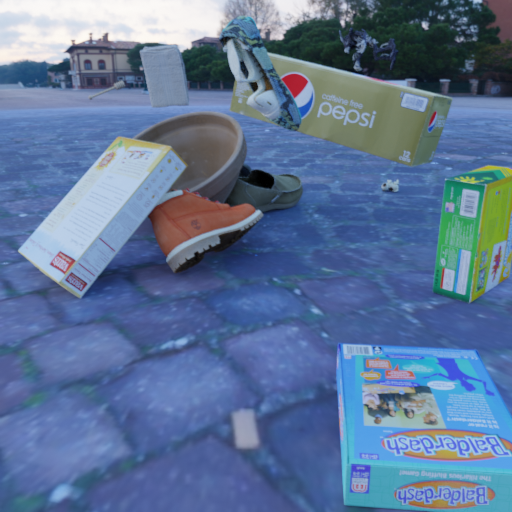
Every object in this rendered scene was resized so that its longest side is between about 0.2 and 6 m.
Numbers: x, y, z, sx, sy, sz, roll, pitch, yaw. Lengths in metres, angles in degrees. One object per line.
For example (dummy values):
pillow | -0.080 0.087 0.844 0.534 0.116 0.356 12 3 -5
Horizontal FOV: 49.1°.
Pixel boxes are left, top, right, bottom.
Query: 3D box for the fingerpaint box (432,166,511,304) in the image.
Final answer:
fingerpaint box | 3.805 -0.426 9.584 0.733 2.000 1.668 18 27 41

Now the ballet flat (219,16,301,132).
ballet flat | 0.017 -2.916 9.405 0.776 2.092 0.776 -28 16 9

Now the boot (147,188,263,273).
boot | -0.980 -0.806 11.127 1.066 1.523 2.840 -41 -10 35

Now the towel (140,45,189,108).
towel | -1.623 -3.187 9.989 0.719 1.085 0.187 -2 33 6

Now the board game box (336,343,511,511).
board game box | 1.716 1.677 5.859 1.683 0.498 2.213 2 19 6

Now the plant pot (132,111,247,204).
plant pot | -1.700 -1.896 13.516 3.376 1.558 3.376 -11 45 12

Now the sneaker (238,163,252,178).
sneaker | -1.695 -1.902 15.119 3.163 1.209 1.812 5 21 21

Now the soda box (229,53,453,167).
soda box | 1.826 -3.503 12.967 4.794 1.535 1.624 24 23 26

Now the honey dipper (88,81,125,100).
honey dipper | -3.472 -3.817 12.980 0.890 0.169 0.169 -31 31 -20

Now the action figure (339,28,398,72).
action figure | 2.589 -4.930 13.383 1.479 0.755 0.879 21 -13 19

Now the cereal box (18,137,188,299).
cereal box | -2.847 -0.839 10.262 2.167 0.595 3.012 23 71 48

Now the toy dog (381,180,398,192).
toy dog | 4.037 -2.077 16.939 0.488 0.341 0.474 3 55 4

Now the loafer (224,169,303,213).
loafer | 0.336 -1.766 14.689 1.070 0.949 2.815 31 36 27
